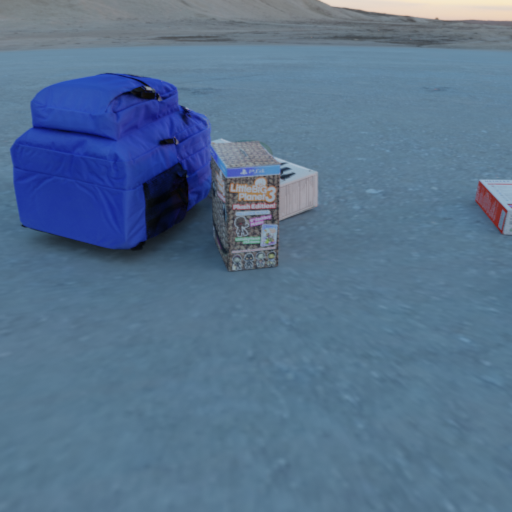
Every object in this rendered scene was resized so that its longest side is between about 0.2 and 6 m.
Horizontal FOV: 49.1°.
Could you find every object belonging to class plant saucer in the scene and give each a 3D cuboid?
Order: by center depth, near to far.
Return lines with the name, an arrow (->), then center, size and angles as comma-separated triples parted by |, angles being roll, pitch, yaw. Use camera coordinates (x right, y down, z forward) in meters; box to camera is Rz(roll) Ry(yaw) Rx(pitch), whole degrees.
plant saucer -> -0.263, -1.739, 10.739 | 1.234, 1.234, 0.222 | -6, 62, -12

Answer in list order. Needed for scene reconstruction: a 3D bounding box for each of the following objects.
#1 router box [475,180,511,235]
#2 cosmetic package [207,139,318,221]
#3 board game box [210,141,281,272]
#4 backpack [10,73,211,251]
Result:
router box -> 5.934, -1.019, 11.593 | 2.164, 0.529, 1.942 | 2, 26, 4
cosmetic package -> -0.313, -1.804, 12.728 | 1.442, 0.885, 3.494 | -22, 33, -34
board game box -> -0.215, -0.904, 9.826 | 0.905, 1.868, 1.489 | -6, 26, -13
backpack -> -2.393, -1.980, 10.906 | 2.895, 2.990, 3.563 | 18, 27, 19
